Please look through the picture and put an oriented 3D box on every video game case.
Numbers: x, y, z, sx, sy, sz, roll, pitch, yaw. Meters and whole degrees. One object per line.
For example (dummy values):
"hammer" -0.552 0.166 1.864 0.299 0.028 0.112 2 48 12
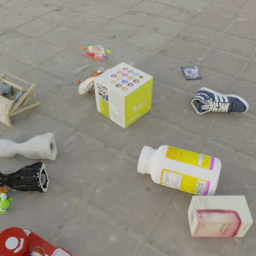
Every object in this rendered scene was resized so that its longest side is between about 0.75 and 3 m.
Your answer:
"video game case" 3.314 -2.898 14.664 0.815 0.108 1.140 -4 44 -4

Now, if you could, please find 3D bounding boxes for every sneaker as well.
"sneaker" 3.894 -0.988 12.218 2.355 0.825 1.277 24 45 31

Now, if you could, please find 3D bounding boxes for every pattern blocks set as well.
"pattern blocks set" -0.863 -2.132 7.655 0.808 0.074 0.919 -2 35 -27

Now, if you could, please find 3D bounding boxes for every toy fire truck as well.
"toy fire truck" -2.828 3.873 7.208 1.977 1.320 2.354 31 51 4

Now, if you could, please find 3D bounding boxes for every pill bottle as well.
"pill bottle" 1.696 1.374 9.507 2.590 1.350 1.350 14 47 13

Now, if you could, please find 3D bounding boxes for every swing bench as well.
"swing bench" -5.259 -1.289 12.258 1.912 1.247 1.922 23 50 21

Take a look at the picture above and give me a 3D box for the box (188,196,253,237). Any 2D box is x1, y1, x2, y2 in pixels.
"box" 2.717 2.671 8.451 1.597 1.021 0.870 0 45 0

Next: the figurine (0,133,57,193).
"figurine" -3.927 1.206 10.037 2.287 1.009 2.344 -2 44 4

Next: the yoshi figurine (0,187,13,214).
"yoshi figurine" -4.073 2.338 9.179 0.509 0.507 0.906 -11 49 -20

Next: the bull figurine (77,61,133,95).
"bull figurine" -1.015 -2.363 13.179 2.852 0.929 1.732 -24 6 -30

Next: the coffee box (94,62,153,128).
"coffee box" -0.165 -1.418 11.983 1.765 1.785 1.782 33 54 28

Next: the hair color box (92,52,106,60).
"hair color box" -1.621 -4.049 15.714 0.757 0.242 0.420 2 45 0
